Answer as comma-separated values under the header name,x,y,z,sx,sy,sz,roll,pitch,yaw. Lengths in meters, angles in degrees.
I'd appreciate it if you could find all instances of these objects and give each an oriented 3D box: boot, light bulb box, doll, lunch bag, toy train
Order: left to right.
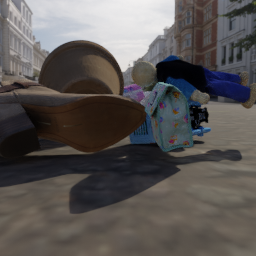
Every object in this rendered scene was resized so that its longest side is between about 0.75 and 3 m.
name,x,y,z,sx,sy,sz,roll,pitch,yaw
boot,-1.132,-0.302,4.016,2.330,0.818,1.704,-11,30,-34
light bulb box,0.397,-0.941,11.051,0.995,0.627,1.004,0,31,36
lunch bag,0.475,-0.169,3.411,0.471,0.772,0.658,-13,11,-1
toy train,0.772,-0.140,4.902,0.980,0.744,1.716,-3,6,38
doll,1.109,-0.799,4.742,2.136,0.518,1.457,8,38,-12

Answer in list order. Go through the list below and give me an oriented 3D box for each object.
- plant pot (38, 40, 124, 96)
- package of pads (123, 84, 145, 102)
name,x,y,z,sx,sy,sz,roll,pitch,yaw
plant pot,-0.963,-0.781,6.238,2.089,2.089,1.822,-1,23,-13
package of pads,-0.399,-0.820,8.997,1.767,0.669,1.065,-24,-7,-44
